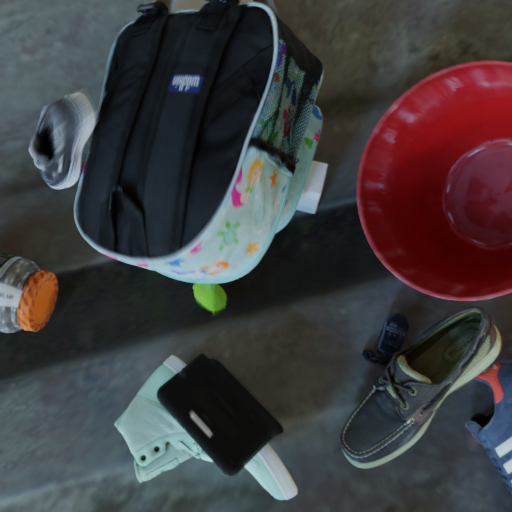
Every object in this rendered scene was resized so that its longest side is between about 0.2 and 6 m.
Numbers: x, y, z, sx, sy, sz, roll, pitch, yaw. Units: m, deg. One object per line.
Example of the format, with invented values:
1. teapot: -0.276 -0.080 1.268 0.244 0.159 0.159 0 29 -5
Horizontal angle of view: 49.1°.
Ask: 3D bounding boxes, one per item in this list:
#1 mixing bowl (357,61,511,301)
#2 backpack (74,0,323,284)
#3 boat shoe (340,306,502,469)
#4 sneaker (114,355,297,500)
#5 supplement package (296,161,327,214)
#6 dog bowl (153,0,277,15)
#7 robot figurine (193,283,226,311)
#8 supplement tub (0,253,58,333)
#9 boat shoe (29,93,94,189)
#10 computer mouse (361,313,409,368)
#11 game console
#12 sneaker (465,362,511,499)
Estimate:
1. mixing bowl: 3.334 -1.005 8.305 3.254 1.762 3.254 -1 88 39
2. backpack: -0.843 -1.387 7.952 3.141 2.664 3.539 10 77 34
3. boat shoe: 2.246 1.776 8.020 2.907 0.955 1.039 -40 42 -3
4. sneaker: -0.785 2.850 7.948 2.673 0.984 1.577 38 72 19
5. supplement package: 0.797 -1.126 9.083 0.544 0.928 0.542 14 76 4
6. dog bowl: -0.740 -3.976 9.666 2.199 0.645 2.199 1 87 -21
7. robot figurine: -0.708 0.609 8.724 0.385 0.665 0.584 -48 50 -7
8. supplement tub: -4.125 0.486 8.521 1.915 1.173 1.173 13 75 4
9. boat shoe: -2.831 -1.489 7.814 0.673 1.984 0.712 -30 86 -37
10. computer mouse: 2.086 1.319 8.799 0.620 0.236 0.895 25 88 5
11. game console: -0.471 2.206 7.891 1.524 0.887 1.341 42 56 18
12. sneaker: 3.650 2.832 8.098 1.106 0.981 2.617 -4 83 26
